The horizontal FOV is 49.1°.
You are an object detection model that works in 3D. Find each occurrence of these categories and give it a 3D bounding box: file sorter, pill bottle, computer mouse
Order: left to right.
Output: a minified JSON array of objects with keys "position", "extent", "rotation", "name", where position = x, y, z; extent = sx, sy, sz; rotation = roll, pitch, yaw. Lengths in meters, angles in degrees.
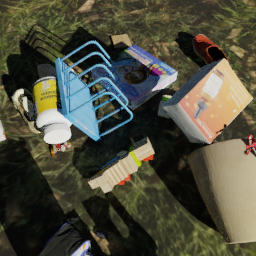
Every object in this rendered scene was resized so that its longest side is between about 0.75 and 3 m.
[{"position":[-2.746,-0.646,10.277],"extent":[1.298,1.298,2.317],"rotation":[-13,61,-10],"name":"pill bottle"},{"position":[-1.254,-1.456,10.565],"extent":[1.828,2.067,2.979],"rotation":[-28,53,13],"name":"file sorter"},{"position":[-1.014,3.168,8.576],"extent":[0.850,0.145,0.249],"rotation":[17,55,13],"name":"computer mouse"}]

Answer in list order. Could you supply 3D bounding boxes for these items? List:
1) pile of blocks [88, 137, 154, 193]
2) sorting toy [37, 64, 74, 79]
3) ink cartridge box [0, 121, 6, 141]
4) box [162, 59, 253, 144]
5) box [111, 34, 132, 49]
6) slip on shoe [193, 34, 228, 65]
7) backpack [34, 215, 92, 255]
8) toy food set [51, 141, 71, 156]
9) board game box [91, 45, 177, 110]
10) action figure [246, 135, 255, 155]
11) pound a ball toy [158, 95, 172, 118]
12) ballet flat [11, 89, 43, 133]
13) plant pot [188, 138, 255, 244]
[{"position":[-0.113,1.370,9.712],"extent":[2.622,1.076,0.815],"rotation":[-34,102,-13],"name":"pile of blocks"},{"position":[-2.882,-2.075,12.265],"extent":[1.536,0.912,1.706],"rotation":[-23,60,-27],"name":"sorting toy"},{"position":[-5.233,-0.025,10.678],"extent":[0.738,0.741,1.020],"rotation":[-22,55,-16],"name":"ink cartridge box"},{"position":[2.405,-0.780,8.543],"extent":[2.073,1.102,1.579],"rotation":[-44,102,-14],"name":"box"},{"position":[-0.344,-4.498,14.568],"extent":[0.872,0.114,1.067],"rotation":[-10,52,-8],"name":"box"},{"position":[3.980,-3.679,13.436],"extent":[1.093,0.903,2.952],"rotation":[-11,51,-6],"name":"slip on shoe"},{"position":[-1.659,3.630,7.041],"extent":[1.632,2.018,2.118],"rotation":[40,58,21],"name":"backpack"},{"position":[-2.481,0.757,10.316],"extent":[0.756,0.361,0.340],"rotation":[-12,54,-7],"name":"toy food set"},{"position":[0.271,-2.403,12.638],"extent":[2.763,0.570,2.769],"rotation":[-38,61,-25],"name":"board game box"},{"position":[3.375,0.712,7.409],"extent":[0.528,0.348,1.067],"rotation":[-25,83,-7],"name":"action figure"},{"position":[2.303,-0.765,11.351],"extent":[1.993,0.847,1.299],"rotation":[11,28,9],"name":"pound a ball toy"},{"position":[-4.045,-0.956,11.219],"extent":[0.926,1.028,2.731],"rotation":[-29,57,-17],"name":"ballet flat"},{"position":[3.237,1.966,8.320],"extent":[2.476,2.476,2.643],"rotation":[-4,66,-3],"name":"plant pot"}]
